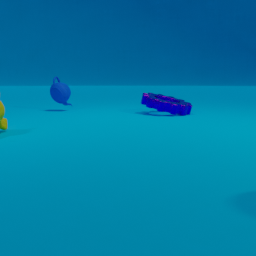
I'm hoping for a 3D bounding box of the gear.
[{"bbox_3d":[1.478,-0.951,10.834,1.939,0.359,1.939,11,16,-3],"label":"gear"}]

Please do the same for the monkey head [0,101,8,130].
[{"bbox_3d":[-3.120,-0.315,6.535,0.786,1.305,0.938,-32,-34,28],"label":"monkey head"}]

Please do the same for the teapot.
[{"bbox_3d":[-2.784,-1.473,11.831,0.907,1.459,0.714,-8,22,35],"label":"teapot"}]
